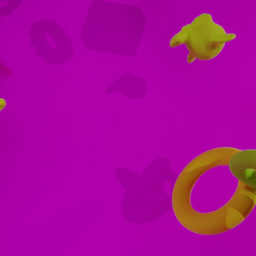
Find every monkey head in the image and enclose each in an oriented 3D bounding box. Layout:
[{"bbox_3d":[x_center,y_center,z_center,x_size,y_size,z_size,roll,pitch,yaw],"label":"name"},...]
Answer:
[{"bbox_3d":[1.396,-1.691,5.573,1.009,1.403,0.845,-38,98,-19],"label":"monkey head"}]

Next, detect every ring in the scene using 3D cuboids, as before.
[{"bbox_3d":[1.655,1.169,5.474,0.373,1.864,1.864,42,79,-25],"label":"ring"}]

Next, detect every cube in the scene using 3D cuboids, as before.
[{"bbox_3d":[-2.981,-1.217,5.766,0.722,0.722,0.722,-50,52,-2],"label":"cube"}]

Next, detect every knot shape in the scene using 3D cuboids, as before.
[{"bbox_3d":[2.237,0.939,4.154,1.669,1.783,0.824,44,115,-6],"label":"knot shape"}]

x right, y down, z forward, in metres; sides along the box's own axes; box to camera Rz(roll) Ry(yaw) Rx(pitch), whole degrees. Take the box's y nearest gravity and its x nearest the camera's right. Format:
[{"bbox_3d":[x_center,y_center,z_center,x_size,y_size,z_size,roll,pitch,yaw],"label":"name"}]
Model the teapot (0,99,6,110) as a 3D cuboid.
[{"bbox_3d":[-3.466,-0.151,5.514,2.091,1.024,1.300,-23,85,-20],"label":"teapot"}]
